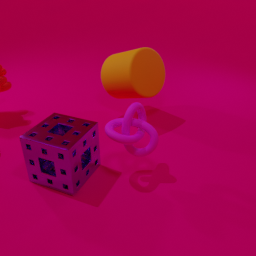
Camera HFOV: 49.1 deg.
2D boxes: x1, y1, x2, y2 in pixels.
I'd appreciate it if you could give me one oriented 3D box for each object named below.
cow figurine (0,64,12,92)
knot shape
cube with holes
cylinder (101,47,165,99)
[{"bbox_3d":[-4.292,-1.273,8.192,1.561,0.871,1.586,-21,4,-13],"label":"cow figurine"},{"bbox_3d":[0.161,0.110,5.835,1.128,1.055,0.521,-39,2,-28],"label":"knot shape"},{"bbox_3d":[-1.373,0.510,5.966,1.132,1.132,1.132,13,33,20],"label":"cube with holes"},{"bbox_3d":[0.136,-1.518,8.001,1.341,1.341,1.341,-25,19,-36],"label":"cylinder"}]
